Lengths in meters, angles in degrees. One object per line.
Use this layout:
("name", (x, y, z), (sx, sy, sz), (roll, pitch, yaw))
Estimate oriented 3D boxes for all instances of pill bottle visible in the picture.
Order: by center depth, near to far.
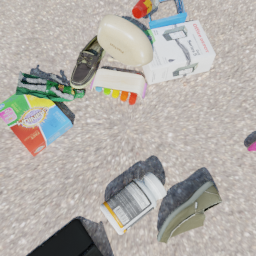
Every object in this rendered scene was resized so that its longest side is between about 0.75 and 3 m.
("pill bottle", (0.204, 2.534, 9.637), (2.119, 1.233, 1.233), (-35, 71, -15))

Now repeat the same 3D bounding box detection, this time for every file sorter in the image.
("file sorter", (1.590, -5.109, 12.131), (1.551, 2.235, 1.371), (-11, 98, 9))

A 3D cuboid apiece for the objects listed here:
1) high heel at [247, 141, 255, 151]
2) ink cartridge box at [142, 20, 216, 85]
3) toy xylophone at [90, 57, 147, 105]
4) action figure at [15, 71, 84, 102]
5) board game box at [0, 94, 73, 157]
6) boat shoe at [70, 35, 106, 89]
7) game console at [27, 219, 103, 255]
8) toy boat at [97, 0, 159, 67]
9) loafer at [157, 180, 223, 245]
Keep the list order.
("high heel", (5.465, 0.780, 10.783), (1.716, 0.578, 0.823), (-13, 55, -20))
("ink cartridge box", (2.010, -3.324, 12.234), (2.874, 1.207, 2.091), (-14, 67, -6))
("toy xylophone", (-0.335, -2.065, 12.005), (2.458, 0.618, 1.800), (18, 67, 8))
("action figure", (-3.086, -1.636, 11.435), (2.678, 0.732, 1.582), (11, 43, -24))
("board game box", (-3.814, -0.427, 11.334), (1.976, 0.521, 2.582), (-41, 72, -16))
("boat shoe", (-1.768, -2.938, 12.077), (1.038, 0.919, 2.835), (13, 58, 8))
("game console", (-1.965, 4.693, 9.232), (2.408, 1.401, 2.118), (-36, 101, -14))
("toy boat", (0.204, -3.393, 9.662), (2.275, 2.706, 1.258), (38, 56, -2))
("loafer", (2.160, 2.979, 9.527), (2.838, 1.067, 0.989), (-39, 67, -16))
